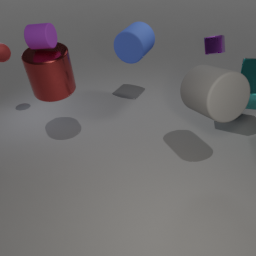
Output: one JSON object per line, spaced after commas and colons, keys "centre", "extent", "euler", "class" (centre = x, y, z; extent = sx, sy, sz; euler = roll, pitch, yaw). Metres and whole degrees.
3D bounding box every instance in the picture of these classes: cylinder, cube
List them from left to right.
{"centre": [-2.540, -2.682, 8.191], "extent": [0.700, 0.700, 0.700], "euler": [1, 30, 13], "class": "cylinder"}
{"centre": [-2.462, -1.778, 8.863], "extent": [1.400, 1.400, 1.400], "euler": [-3, 42, 2], "class": "cylinder"}
{"centre": [0.293, -3.721, 12.194], "extent": [1.400, 1.400, 1.400], "euler": [13, 41, 22], "class": "cylinder"}
{"centre": [2.443, -1.012, 7.994], "extent": [1.400, 1.400, 1.400], "euler": [-11, 23, -18], "class": "cylinder"}
{"centre": [3.642, -3.476, 11.743], "extent": [0.700, 0.700, 0.700], "euler": [0, 15, 29], "class": "cube"}
{"centre": [4.791, -1.523, 10.031], "extent": [1.400, 1.400, 1.400], "euler": [9, -14, 28], "class": "cube"}

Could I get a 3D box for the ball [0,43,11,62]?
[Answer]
{"centre": [-4.762, -2.818, 10.485], "extent": [0.700, 0.700, 0.700], "euler": [0, 30, 0], "class": "ball"}
